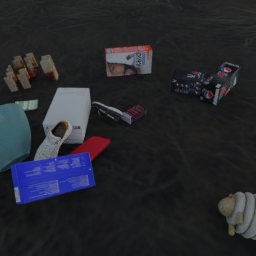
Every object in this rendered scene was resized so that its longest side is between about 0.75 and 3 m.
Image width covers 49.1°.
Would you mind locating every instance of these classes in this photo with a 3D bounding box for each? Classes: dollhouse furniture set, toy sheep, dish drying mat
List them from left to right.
[{"bbox_3d":[-4.368,-2.508,12.779,2.051,1.068,2.073,-13,39,3],"label":"dollhouse furniture set"},{"bbox_3d":[-1.581,1.028,8.766,0.926,0.219,2.412,12,41,35],"label":"dish drying mat"},{"bbox_3d":[3.039,2.163,6.787,1.737,1.197,1.197,23,43,6],"label":"toy sheep"}]

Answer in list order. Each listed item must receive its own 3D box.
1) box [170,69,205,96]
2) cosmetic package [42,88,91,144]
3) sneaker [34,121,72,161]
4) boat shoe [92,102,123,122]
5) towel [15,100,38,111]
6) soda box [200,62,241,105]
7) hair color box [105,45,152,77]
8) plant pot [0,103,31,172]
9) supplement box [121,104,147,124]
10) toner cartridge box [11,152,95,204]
[{"bbox_3d":[2.567,-1.981,12.104,1.363,0.723,0.833,11,40,14],"label":"box"},{"bbox_3d":[-2.121,-0.504,10.163,1.295,0.931,2.294,2,41,3],"label":"cosmetic package"},{"bbox_3d":[-2.381,0.506,8.512,0.641,0.745,1.759,28,81,5],"label":"sneaker"},{"bbox_3d":[-0.870,-0.601,10.631,1.483,0.548,0.447,21,80,32],"label":"boat shoe"},{"bbox_3d":[-4.108,-0.915,11.299,0.887,0.104,0.677,-8,39,-9],"label":"towel"},{"bbox_3d":[3.958,-1.933,11.942,0.762,0.851,2.405,24,46,30],"label":"soda box"},{"bbox_3d":[0.027,-3.142,13.167,2.123,1.177,0.679,-6,40,-6],"label":"hair color box"},{"bbox_3d":[-3.773,0.449,8.393,2.126,2.126,1.432,-34,87,-34],"label":"plant pot"},{"bbox_3d":[0.235,-0.549,10.707,0.923,0.281,0.502,-32,49,-32],"label":"supplement box"},{"bbox_3d":[-1.918,1.273,7.387,2.057,0.977,0.444,-6,-8,-39],"label":"toner cartridge box"}]
